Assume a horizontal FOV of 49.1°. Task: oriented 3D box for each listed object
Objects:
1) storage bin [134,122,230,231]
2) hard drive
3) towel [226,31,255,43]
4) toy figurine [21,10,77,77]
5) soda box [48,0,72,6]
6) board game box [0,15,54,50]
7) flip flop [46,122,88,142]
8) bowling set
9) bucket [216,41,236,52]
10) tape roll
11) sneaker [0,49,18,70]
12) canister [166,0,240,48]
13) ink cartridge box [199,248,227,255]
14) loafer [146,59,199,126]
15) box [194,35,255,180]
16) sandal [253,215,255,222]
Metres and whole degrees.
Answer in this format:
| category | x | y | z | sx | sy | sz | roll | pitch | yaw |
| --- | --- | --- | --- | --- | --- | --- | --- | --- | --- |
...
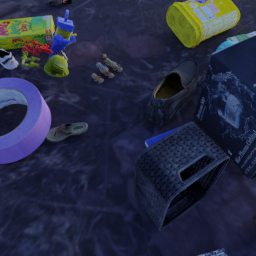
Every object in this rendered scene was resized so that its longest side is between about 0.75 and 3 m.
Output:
| category | x | y | z | sx | sy | sz | roll | pitch | yaw |
| --- | --- | --- | --- | --- | --- | --- | --- | --- | --- |
| storage bin | 1.085 | 1.163 | 6.349 | 1.595 | 2.360 | 1.106 | -30 | 61 | -19 |
| hard drive | 1.448 | 0.521 | 8.095 | 1.611 | 0.204 | 1.063 | -21 | 58 | -14 |
| towel | 5.132 | -3.006 | 10.496 | 2.399 | 0.281 | 1.830 | -17 | 57 | -13 |
| toy figurine | -2.327 | -2.910 | 8.806 | 1.506 | 1.711 | 2.856 | 19 | 24 | -22 |
| soda box | -2.965 | -5.617 | 12.224 | 0.997 | 0.353 | 0.316 | -10 | 59 | -8 |
| board game box | -4.011 | -3.661 | 10.761 | 2.272 | 0.541 | 1.154 | -8 | 56 | -6 |
| flip flop | -1.821 | 0.055 | 8.312 | 1.266 | 0.364 | 0.513 | -14 | 57 | -7 |
| bowling set | -0.733 | -2.077 | 9.573 | 0.599 | 0.777 | 1.116 | 38 | 67 | 21 |
| bucket | 3.525 | -2.392 | 9.554 | 1.121 | 1.121 | 0.729 | -25 | 44 | -16 |
| tape roll | -3.561 | -0.253 | 8.105 | 2.476 | 0.812 | 2.476 | -2 | 61 | 4 |
| sneaker | -4.668 | -2.626 | 10.020 | 1.556 | 0.623 | 0.574 | 18 | 59 | 14 |
| canister | 2.918 | -4.267 | 10.791 | 2.336 | 1.011 | 1.735 | -27 | 73 | -20 |
| ink cartridge box | 1.923 | 3.541 | 5.882 | 0.917 | 0.424 | 1.683 | -12 | 56 | -8 |
| loafer | 1.555 | -1.367 | 8.880 | 1.052 | 1.045 | 2.891 | 23 | 58 | 16 |
| box | 3.273 | -0.478 | 7.350 | 1.530 | 2.562 | 2.605 | -25 | 59 | -15 |
| sandal | 3.754 | 2.803 | 6.299 | 2.145 | 0.877 | 0.586 | 40 | 86 | 16 |
